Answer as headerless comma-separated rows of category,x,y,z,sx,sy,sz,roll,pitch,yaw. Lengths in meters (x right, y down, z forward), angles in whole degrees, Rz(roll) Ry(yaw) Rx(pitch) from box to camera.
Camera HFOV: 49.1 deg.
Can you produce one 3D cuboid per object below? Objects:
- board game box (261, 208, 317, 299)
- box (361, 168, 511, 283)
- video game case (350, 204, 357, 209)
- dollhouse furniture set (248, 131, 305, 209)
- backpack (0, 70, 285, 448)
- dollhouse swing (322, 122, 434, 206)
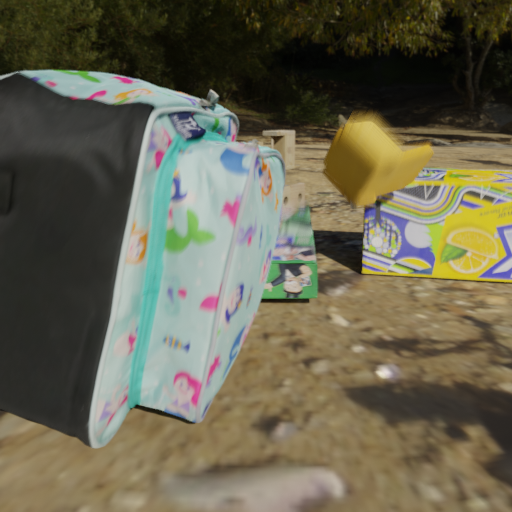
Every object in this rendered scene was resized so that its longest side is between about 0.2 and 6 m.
board game box,-0.318,-0.163,8.932,2.457,0.532,3.651,-2,16,5
box,3.944,-0.490,8.620,4.496,1.575,1.445,3,17,12
video game case,1.594,-1.305,8.775,0.103,0.850,0.934,11,29,0
dollhouse furniture set,0.304,-2.141,14.262,1.457,2.068,1.449,9,17,33
backpack,-0.998,-0.186,5.072,2.326,2.743,3.090,13,16,-1
dollhouse swing,1.603,-1.306,7.410,0.917,0.948,1.044,-33,-17,-23
